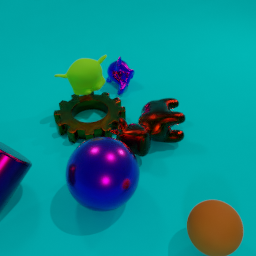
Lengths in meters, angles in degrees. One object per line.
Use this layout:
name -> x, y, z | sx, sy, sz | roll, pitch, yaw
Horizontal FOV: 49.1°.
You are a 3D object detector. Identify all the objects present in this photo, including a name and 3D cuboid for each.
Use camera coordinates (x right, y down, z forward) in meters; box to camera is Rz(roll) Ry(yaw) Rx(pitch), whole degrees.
cow figurine -> 0.447, -0.069, 6.473 | 1.689, 0.942, 1.717 | -4, 33, 0
cylinder -> -2.500, 0.835, 4.992 | 1.115, 1.115, 1.115 | 27, 79, 27
gear -> -0.956, -0.318, 7.127 | 1.768, 0.327, 1.768 | 0, 41, 0
monkey head -> -0.286, -1.485, 8.111 | 0.771, 1.279, 0.920 | 28, 65, -10
ball -> 1.380, 1.593, 4.477 | 0.864, 0.864, 0.864 | 0, 42, 0
ball -> -0.459, 0.832, 5.134 | 1.350, 1.350, 1.350 | 0, 42, 0
monkey head -> -1.119, -1.318, 7.065 | 1.418, 0.854, 1.020 | -27, 20, -18
